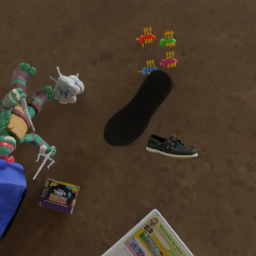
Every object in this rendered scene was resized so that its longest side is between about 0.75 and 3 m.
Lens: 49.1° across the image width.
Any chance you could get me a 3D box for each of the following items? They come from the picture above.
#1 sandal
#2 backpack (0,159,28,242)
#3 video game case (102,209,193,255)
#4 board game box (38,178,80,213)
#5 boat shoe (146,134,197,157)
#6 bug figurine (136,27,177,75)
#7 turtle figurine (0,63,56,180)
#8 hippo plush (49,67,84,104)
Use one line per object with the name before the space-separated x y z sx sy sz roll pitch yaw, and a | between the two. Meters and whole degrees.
sandal | 0.336 -0.452 7.781 0.966 0.615 2.569 45 106 10
backpack | -3.471 1.774 6.742 1.579 1.529 1.882 21 97 -24
video game case | 0.631 3.568 6.948 2.047 0.248 2.249 -38 84 -13
board game box | -1.867 1.830 7.610 0.908 0.258 0.751 14 75 4
boat shoe | 1.088 0.413 7.149 0.570 1.526 0.506 -3 97 -37
bug figurine | 0.906 -2.317 8.690 1.229 0.408 1.585 -4 79 6
turtle figurine | -2.547 -0.214 6.727 1.344 1.998 2.669 -4 50 4
hippo plush | -1.765 -1.204 8.250 1.009 0.811 0.804 47 115 -2
